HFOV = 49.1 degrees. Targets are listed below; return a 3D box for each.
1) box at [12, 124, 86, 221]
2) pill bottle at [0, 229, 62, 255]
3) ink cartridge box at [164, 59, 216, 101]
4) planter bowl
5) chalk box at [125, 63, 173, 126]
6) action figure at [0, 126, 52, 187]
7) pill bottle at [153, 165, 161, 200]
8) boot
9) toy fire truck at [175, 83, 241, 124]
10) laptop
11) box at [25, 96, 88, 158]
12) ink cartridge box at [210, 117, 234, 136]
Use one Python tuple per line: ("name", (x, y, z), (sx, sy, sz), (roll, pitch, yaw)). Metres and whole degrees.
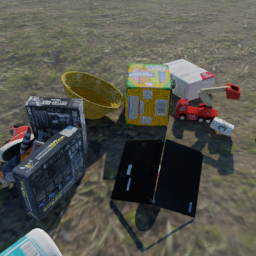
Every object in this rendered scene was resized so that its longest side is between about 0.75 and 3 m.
("box", (-2.032, 1.181, 7.755), (0.559, 1.728, 2.191), (18, 41, 23))
("pill bottle", (-2.396, 3.104, 5.664), (1.130, 1.130, 2.040), (30, 46, 34))
("ink cartridge box", (2.648, -2.275, 13.054), (1.671, 0.969, 2.264), (-19, 39, -24))
("planter bowl", (-1.500, -1.108, 11.079), (2.623, 1.092, 2.623), (21, 28, -12))
("chalk box", (0.794, -1.561, 11.484), (1.711, 1.719, 2.763), (2, 36, 2))
("action figure", (-3.132, 0.887, 8.374), (1.953, 1.056, 2.019), (-49, 28, 4))
("pill bottle", (0.813, 1.590, 8.172), (0.583, 0.583, 1.039), (16, 40, 21))
("boot", (-3.940, 0.437, 9.674), (1.382, 0.694, 1.915), (20, 32, 25))
("toy fire truck", (3.009, -0.984, 10.802), (2.241, 1.581, 0.546), (9, 37, 11))
("laptop", (0.854, 1.374, 8.106), (2.161, 1.116, 1.915), (-3, 61, 35))
("box", (-2.209, 0.029, 8.989), (1.657, 2.101, 0.523), (2, 38, 4))
("ink cartridge box", (3.466, -0.062, 10.299), (0.761, 0.333, 0.553), (32, 25, 17))
